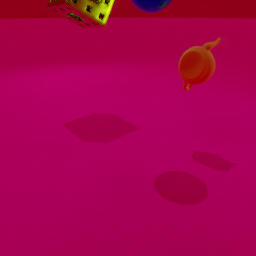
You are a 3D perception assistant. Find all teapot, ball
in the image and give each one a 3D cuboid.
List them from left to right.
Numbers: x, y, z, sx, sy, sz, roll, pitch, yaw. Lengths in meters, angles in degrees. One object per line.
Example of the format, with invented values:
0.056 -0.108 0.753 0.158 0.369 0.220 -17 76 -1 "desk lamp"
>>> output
0.452 -2.682 5.288 0.951 0.951 0.951 0 23 0 "ball"
1.566 -1.382 6.106 0.640 1.308 0.813 -4 40 -46 "teapot"

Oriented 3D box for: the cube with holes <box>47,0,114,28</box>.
-1.261 -3.705 7.860 1.269 1.269 1.269 19 3 -40 "cube with holes"
